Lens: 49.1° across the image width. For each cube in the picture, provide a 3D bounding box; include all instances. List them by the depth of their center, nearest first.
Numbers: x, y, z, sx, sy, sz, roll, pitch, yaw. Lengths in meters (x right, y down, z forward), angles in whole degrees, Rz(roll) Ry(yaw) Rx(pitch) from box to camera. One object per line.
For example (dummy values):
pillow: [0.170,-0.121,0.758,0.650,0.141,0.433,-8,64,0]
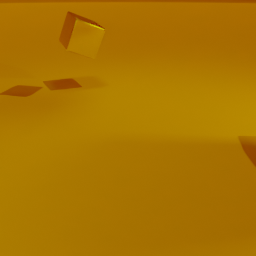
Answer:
cube: [-1.539,-3.059,9.255,1.043,1.043,1.043,9,27,-34]
